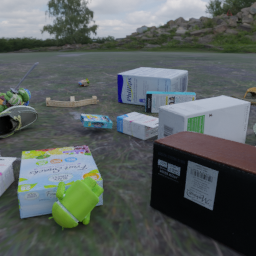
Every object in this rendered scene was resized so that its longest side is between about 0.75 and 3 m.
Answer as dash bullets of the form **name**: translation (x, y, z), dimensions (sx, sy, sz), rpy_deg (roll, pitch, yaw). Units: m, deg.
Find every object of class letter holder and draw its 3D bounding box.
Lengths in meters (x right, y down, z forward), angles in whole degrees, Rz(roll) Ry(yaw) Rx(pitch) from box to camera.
- **letter holder**: translation (2.128, 1.005, 5.108), dimensions (2.812, 1.414, 1.999), rpy_deg (17, 24, 41)

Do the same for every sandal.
- **sandal**: translation (6.370, -1.622, 13.646), dimensions (2.795, 0.755, 1.122), rpy_deg (-3, 19, -7)

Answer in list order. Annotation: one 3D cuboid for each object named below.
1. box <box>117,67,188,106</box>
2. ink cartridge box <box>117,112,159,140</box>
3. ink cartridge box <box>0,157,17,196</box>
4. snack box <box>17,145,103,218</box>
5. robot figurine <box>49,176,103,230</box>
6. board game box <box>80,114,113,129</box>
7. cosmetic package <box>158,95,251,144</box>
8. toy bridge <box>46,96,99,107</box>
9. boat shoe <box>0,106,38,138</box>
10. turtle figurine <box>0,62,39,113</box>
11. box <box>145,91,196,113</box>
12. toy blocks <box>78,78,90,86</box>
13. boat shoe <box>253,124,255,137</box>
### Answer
- **box**: translation (1.245, -2.067, 13.867), dimensions (2.745, 1.440, 2.525), rpy_deg (11, 22, 27)
- **ink cartridge box**: translation (0.494, -0.057, 9.444), dimensions (1.603, 0.544, 0.923), rpy_deg (18, 26, 41)
- **ink cartridge box**: translation (-3.058, 1.136, 6.095), dimensions (0.816, 0.481, 1.418), rpy_deg (1, 19, 3)
- **snack box**: translation (-1.499, 1.047, 6.124), dimensions (1.591, 0.639, 1.887), rpy_deg (-5, 21, -17)
- **robot figurine**: translation (-0.916, 1.328, 4.967), dimensions (0.993, 0.871, 0.574), rpy_deg (-46, 29, -18)
- **board game box**: translation (-1.101, -0.241, 9.682), dimensions (0.974, 0.229, 0.735), rpy_deg (3, 20, -22)
- **cosmetic package**: translation (2.200, -0.047, 8.117), dimensions (2.632, 1.416, 1.116), rpy_deg (-13, 22, -29)
- **toy bridge**: translation (-2.594, -1.226, 13.162), dimensions (2.451, 0.334, 0.824), rpy_deg (-4, 22, -11)
- **boat shoe**: translation (-3.979, -0.136, 9.183), dimensions (0.746, 0.892, 2.496), rpy_deg (20, 26, 35)
- **turtle figurine**: translation (-4.806, -1.179, 9.839), dimensions (2.048, 2.846, 2.759), rpy_deg (35, 53, 8)
- **box**: translation (1.804, -1.090, 11.979), dimensions (2.072, 0.852, 0.509), rpy_deg (3, 19, 8)
- **toy blocks**: translation (-2.857, -2.862, 17.832), dimensions (0.672, 0.491, 0.984), rpy_deg (-17, 23, -13)
- **boat shoe**: translation (5.209, 0.193, 8.308), dimensions (2.824, 0.850, 1.007), rpy_deg (-3, 49, 13)
